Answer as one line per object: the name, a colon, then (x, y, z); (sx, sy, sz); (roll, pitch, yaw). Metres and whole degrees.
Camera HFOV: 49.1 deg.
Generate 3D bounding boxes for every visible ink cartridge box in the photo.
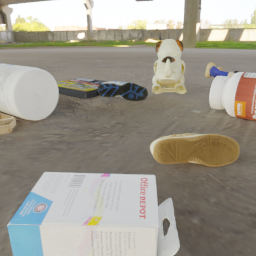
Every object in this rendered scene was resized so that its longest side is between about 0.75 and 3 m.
ink cartridge box: (-0.262, 1.108, 2.951); (1.505, 0.942, 0.967); (1, 19, 4)

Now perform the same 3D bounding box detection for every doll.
doll: (4.170, -1.717, 10.109); (2.001, 0.711, 2.933); (13, 13, -40)

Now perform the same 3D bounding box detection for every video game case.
video game case: (-1.975, -1.800, 12.348); (2.572, 0.328, 2.324); (14, 23, 33)

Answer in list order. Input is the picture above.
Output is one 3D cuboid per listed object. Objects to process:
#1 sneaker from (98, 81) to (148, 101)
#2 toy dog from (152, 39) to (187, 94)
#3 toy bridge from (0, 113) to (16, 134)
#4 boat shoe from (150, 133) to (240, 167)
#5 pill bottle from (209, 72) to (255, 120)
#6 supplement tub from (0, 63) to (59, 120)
sneaker: (-0.167, -1.486, 10.629); (1.892, 0.716, 0.729); (10, 21, -3)
toy dog: (1.569, -2.574, 11.217); (1.401, 2.007, 1.946); (-2, -20, 22)
toy bridge: (-3.391, -0.158, 7.758); (0.521, 0.211, 1.549); (-11, 22, -31)
boat shoe: (1.287, 0.376, 5.514); (1.781, 0.657, 0.616); (4, 8, -12)
pill bottle: (3.727, -0.901, 8.157); (2.434, 1.366, 1.366); (12, 23, 34)
supplement tub: (-3.454, -1.164, 8.648); (2.358, 1.556, 1.556); (14, 24, 36)
